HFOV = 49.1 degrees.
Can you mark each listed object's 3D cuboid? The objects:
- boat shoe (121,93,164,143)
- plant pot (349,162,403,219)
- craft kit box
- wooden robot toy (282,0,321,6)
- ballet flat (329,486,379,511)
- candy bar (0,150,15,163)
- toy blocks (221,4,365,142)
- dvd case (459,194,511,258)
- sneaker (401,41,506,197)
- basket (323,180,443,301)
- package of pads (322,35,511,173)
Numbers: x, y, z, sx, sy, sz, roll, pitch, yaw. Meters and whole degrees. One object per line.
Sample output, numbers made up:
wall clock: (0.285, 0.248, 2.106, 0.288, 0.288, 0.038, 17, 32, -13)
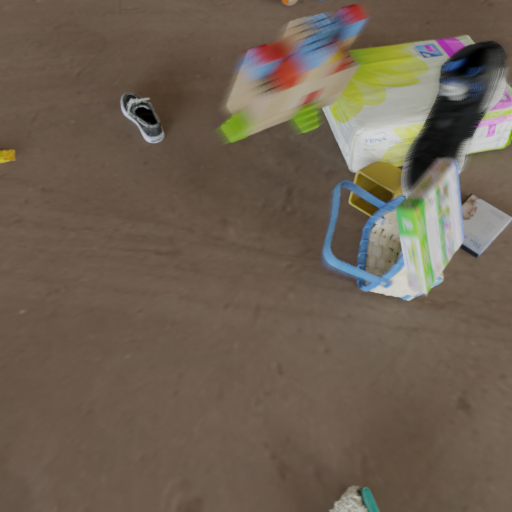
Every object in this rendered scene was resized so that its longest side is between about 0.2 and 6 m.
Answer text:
boat shoe: (-2.875, -3.591, 13.879, 0.693, 0.641, 1.877, -21, 57, -15)
plant pot: (2.775, -1.487, 12.204, 0.976, 0.970, 0.999, 37, 56, 24)
craft kit box: (2.859, -0.487, 9.067, 0.388, 1.600, 1.580, 10, 41, 38)
wooden robot toy: (1.033, -8.228, 17.074, 2.488, 1.096, 1.129, 29, 70, 20)
ballet flat: (1.803, 4.553, 8.041, 0.856, 0.856, 2.387, -18, 53, -13)
candy bar: (-6.549, -2.225, 13.173, 1.696, 0.188, 0.423, -13, 51, -9)
toy blocks: (0.859, -3.618, 10.808, 3.182, 2.175, 1.590, -27, 76, -27)
dvd case: (4.701, -0.677, 12.090, 1.036, 0.127, 1.452, 38, 63, 24)
sneaker: (3.299, -2.423, 9.813, 1.061, 1.625, 2.905, 30, 91, 29)
basket: (2.386, -0.246, 10.721, 2.294, 1.596, 2.023, 30, 53, -17)
package of pads: (3.778, -3.689, 13.478, 4.178, 1.425, 3.228, -10, 53, -6)
